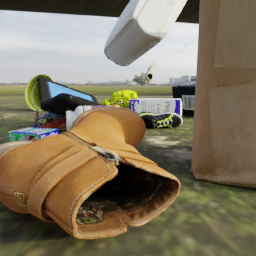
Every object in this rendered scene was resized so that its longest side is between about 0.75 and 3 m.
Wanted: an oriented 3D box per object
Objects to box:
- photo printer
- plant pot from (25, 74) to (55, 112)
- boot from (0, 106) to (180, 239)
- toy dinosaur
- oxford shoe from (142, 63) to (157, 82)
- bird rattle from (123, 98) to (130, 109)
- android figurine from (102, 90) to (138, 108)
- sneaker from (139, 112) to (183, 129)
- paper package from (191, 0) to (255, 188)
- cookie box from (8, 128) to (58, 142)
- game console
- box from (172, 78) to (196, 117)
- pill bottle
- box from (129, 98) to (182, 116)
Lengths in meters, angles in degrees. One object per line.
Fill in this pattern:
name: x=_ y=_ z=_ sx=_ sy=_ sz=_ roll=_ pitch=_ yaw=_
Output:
photo printer: x=0.394 y=-2.664 z=6.727 sx=0.907 sy=2.173 sz=2.612 roll=32 pitch=-13 yaw=-16
plant pot: x=-4.643 y=-1.931 z=16.806 sx=2.168 sy=2.168 sz=1.993 roll=3 pitch=-3 yaw=21
boot: x=-0.196 y=0.319 z=3.421 sx=2.650 sy=1.016 sz=2.057 roll=-10 pitch=11 yaw=-43
toy dinosaur: x=-2.169 y=-0.130 z=9.115 sx=1.665 sy=0.963 sz=1.835 roll=6 pitch=39 yaw=-21
oxford shoe: x=1.071 y=-2.546 z=12.825 sx=0.354 sy=0.461 sz=1.225 roll=-3 pitch=43 yaw=44
bird rattle: x=0.486 y=-0.917 z=13.222 sx=1.550 sy=0.873 sz=1.264 roll=0 pitch=-4 yaw=-18
android figurine: x=-0.322 y=-1.213 z=13.453 sx=1.922 sy=0.434 sz=2.112 roll=-3 pitch=-19 yaw=-26
sneaker: x=0.991 y=-0.145 z=9.188 sx=1.586 sy=0.569 sz=0.657 roll=1 pitch=32 yaw=15
paper package: x=2.192 y=-0.697 z=4.591 sx=1.426 sy=2.756 sz=2.627 roll=6 pitch=9 yaw=35
cookie box: x=-2.244 y=0.210 z=6.698 sx=0.889 sy=0.334 sz=0.760 roll=2 pitch=10 yaw=19
game console: x=-1.488 y=-0.983 z=8.948 sx=2.346 sy=1.366 sz=2.064 roll=16 pitch=-20 yaw=-38
box: x=3.862 y=-1.608 z=13.538 sx=2.819 sy=1.509 sz=2.092 roll=-22 pitch=20 yaw=-39
pill bottle: x=-0.930 y=-0.195 z=7.739 sx=1.501 sy=0.844 sz=0.844 roll=-3 pitch=8 yaw=-14
box: x=1.070 y=-0.618 z=10.360 sx=1.796 sy=0.942 sz=1.652 roll=1 pitch=8 yaw=12
